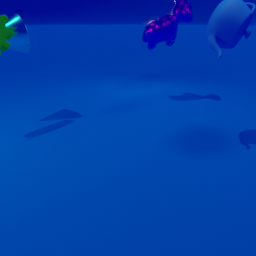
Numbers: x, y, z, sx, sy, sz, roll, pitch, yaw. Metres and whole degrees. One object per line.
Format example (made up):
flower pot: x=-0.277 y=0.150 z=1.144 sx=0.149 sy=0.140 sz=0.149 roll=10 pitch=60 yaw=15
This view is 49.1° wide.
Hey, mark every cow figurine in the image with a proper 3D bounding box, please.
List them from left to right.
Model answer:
cow figurine: x=1.384 y=-3.647 z=9.702 sx=1.737 sy=1.709 sz=0.954 roll=-19 pitch=63 yaw=-21

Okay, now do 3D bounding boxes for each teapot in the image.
teapot: x=2.217 y=-2.165 z=6.074 sx=0.859 sy=1.090 sz=1.754 roll=36 pitch=73 yaw=18

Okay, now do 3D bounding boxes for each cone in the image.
cone: x=-3.529 y=-2.508 z=7.780 sx=1.157 sy=1.153 sz=1.153 roll=-27 pitch=34 yaw=-33

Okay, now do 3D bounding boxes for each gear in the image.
gear: x=-3.605 y=-2.420 z=6.751 sx=0.283 sy=1.530 sz=1.530 roll=-10 pitch=10 yaw=43
